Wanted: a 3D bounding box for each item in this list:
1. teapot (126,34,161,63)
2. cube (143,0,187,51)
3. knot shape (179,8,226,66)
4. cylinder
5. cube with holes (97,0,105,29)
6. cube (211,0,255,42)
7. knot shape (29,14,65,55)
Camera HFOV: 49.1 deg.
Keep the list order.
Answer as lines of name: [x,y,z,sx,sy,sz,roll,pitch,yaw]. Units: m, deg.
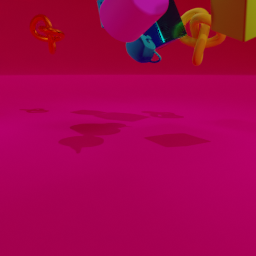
teapot: [0.362,-2.285,7.755,1.373,0.672,0.853,42,36,-1]
cube: [0.857,-3.252,9.085,1.299,1.299,1.299,-32,12,-37]
knot shape: [2.465,-3.095,9.728,0.911,1.844,1.971,-16,33,-19]
cylinder: [0.122,-2.918,6.743,1.241,1.241,1.241,-8,-10,-33]
cube with holes: [-0.362,-4.020,9.769,0.935,0.935,0.935,-9,2,30]
cube: [2.353,-2.467,5.547,1.004,1.004,1.004,-25,39,-12]
knot shape: [-2.988,-3.551,10.588,0.695,1.503,1.407,-46,33,-23]
